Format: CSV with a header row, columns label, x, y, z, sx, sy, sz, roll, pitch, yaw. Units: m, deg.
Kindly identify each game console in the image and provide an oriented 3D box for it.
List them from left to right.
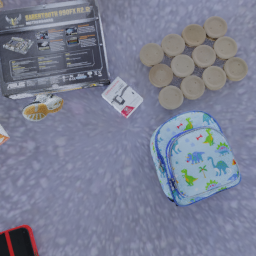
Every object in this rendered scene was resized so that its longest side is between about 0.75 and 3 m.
label,x,y,z,sx,sy,sz,roll,pitch,yaw
game console,-2.821,3.143,6.996,1.087,0.191,1.229,-18,82,1

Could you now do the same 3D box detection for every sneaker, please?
label,x,y,z,sx,sy,sz,roll,pitch,yaw
sneaker,-2.194,-0.546,6.944,0.545,1.243,0.470,31,118,17

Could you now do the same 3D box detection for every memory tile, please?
label,x,y,z,sx,sy,sz,roll,pitch,yaw
memory tile,1.769,-1.804,7.646,2.605,0.219,1.997,-24,83,-3

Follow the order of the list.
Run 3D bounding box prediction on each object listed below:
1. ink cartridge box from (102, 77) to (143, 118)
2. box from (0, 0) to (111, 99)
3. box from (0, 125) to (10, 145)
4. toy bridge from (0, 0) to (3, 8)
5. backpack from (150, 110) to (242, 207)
label,x,y,z,sx,sy,sz,roll,pitch,yaw
ink cartridge box,-0.152,-0.806,7.405,0.906,0.378,0.658,42,88,5
box,-1.982,-2.045,7.347,2.768,0.669,2.193,-9,87,-2
box,-3.528,0.143,6.705,0.756,1.216,0.593,-38,81,-7
toy bridge,-3.824,-3.453,7.863,0.572,0.231,1.700,-10,82,-1
backpack,1.553,0.643,6.669,1.855,1.490,2.028,-19,79,-6
